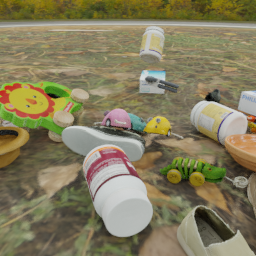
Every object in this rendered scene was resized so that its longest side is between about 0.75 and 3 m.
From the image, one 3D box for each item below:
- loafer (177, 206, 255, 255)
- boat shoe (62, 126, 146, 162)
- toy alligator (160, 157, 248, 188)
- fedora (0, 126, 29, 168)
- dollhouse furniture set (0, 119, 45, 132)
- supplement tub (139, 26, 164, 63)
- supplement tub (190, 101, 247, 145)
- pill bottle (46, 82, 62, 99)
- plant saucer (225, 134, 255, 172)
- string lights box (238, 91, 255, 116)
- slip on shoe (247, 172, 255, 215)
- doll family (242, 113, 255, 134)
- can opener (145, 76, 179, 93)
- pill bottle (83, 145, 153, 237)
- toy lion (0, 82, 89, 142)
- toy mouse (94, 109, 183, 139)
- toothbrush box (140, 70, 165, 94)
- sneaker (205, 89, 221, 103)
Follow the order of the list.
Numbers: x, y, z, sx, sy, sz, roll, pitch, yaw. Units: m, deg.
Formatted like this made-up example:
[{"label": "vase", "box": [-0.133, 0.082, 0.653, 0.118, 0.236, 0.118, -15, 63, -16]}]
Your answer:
[{"label": "loafer", "box": [1.656, 2.194, 4.543, 0.930, 0.839, 2.458, -14, 29, -26]}, {"label": "boat shoe", "box": [-0.708, 0.389, 8.340, 2.479, 0.876, 0.789, 13, 28, 8]}, {"label": "toy alligator", "box": [1.826, 1.044, 6.984, 2.184, 0.525, 0.724, 2, 31, 22]}, {"label": "fedora", "box": [-3.699, 0.611, 7.891, 1.873, 0.764, 1.873, -2, 28, 1]}, {"label": "dollhouse furniture set", "box": [-4.033, -0.291, 9.634, 1.951, 0.864, 1.011, -18, 31, -32]}, {"label": "supplement tub", "box": [0.975, -3.312, 11.182, 0.885, 1.217, 0.885, 11, -11, 2]}, {"label": "supplement tub", "box": [2.908, -0.198, 9.122, 1.130, 1.130, 1.555, -14, 29, -26]}, {"label": "pill bottle", "box": [-3.137, -1.224, 11.348, 1.036, 1.036, 1.853, -5, 26, -11]}, {"label": "plant saucer", "box": [3.937, 0.755, 7.342, 2.753, 0.515, 2.753, 6, 14, -2]}, {"label": "string lights box", "box": [5.654, -0.953, 10.729, 2.568, 0.757, 1.319, -6, 24, -29]}, {"label": "slip on shoe", "box": [3.090, 1.558, 5.855, 1.046, 0.834, 2.752, 10, 28, 19]}, {"label": "doll family", "box": [4.514, -0.073, 9.693, 1.317, 0.593, 0.817, 6, 12, -33]}, {"label": "can opener", "box": [0.892, -1.166, 7.495, 0.933, 0.249, 0.312, 19, 15, 7]}, {"label": "pill bottle", "box": [-0.265, 1.280, 6.095, 1.130, 1.130, 1.980, -8, 27, -16]}, {"label": "toy lion", "box": [-2.895, -0.827, 9.393, 2.555, 0.915, 2.666, 27, 34, -5]}, {"label": "toy mouse", "box": [-0.006, -0.216, 8.785, 2.637, 0.574, 2.968, 8, -1, 34]}, {"label": "toothbrush box", "box": [1.238, -2.315, 13.957, 1.207, 0.703, 1.649, 3, 26, 6]}, {"label": "sneaker", "box": [3.802, -1.506, 12.622, 0.636, 0.424, 1.110, 11, 33, 7]}]
